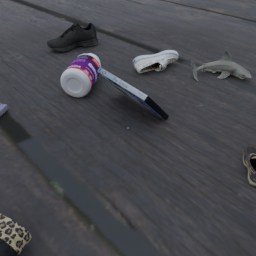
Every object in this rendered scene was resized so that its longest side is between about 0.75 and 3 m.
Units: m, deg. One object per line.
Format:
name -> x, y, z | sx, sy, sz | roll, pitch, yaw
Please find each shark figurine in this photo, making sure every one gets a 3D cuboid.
shark figurine -> 3.407, -2.434, 10.551 | 2.226, 0.929, 1.330 | 3, 37, 1

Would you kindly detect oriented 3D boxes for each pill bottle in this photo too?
pill bottle -> -1.551, -1.916, 9.747 | 1.026, 1.026, 1.824 | 8, 39, 10

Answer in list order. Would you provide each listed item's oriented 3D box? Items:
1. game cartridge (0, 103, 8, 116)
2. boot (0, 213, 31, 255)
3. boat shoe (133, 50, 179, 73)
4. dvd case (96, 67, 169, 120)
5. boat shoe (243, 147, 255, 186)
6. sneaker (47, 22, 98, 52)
game cartridge -> -4.545, -0.532, 8.638 | 1.361, 0.261, 0.882 | 9, 35, 12
boot -> -3.069, 2.159, 4.611 | 2.487, 0.910, 1.872 | 15, 41, 13
boat shoe -> 1.179, -2.518, 10.938 | 1.959, 0.695, 0.684 | -13, 67, -22
dvd case -> 0.145, -1.034, 8.375 | 2.134, 1.523, 0.187 | 36, 92, 35
boat shoe -> 3.065, 0.837, 6.686 | 0.458, 0.451, 1.230 | 4, 38, 6
sneaker -> -2.504, -4.133, 12.568 | 2.371, 1.076, 0.900 | -21, 45, -23
